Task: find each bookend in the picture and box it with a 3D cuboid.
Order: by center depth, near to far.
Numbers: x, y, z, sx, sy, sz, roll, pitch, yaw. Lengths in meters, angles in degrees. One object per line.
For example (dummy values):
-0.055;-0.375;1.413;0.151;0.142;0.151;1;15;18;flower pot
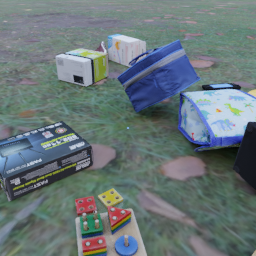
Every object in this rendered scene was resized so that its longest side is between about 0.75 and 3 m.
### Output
4.152;0.815;5.329;2.804;1.300;2.821;-15;38;-22;bookend

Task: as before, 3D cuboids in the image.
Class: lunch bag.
2.469;-0.133;7.085;1.841;1.380;2.166;-6;20;-9;lunch bag
0.786;-1.579;8.474;1.554;1.513;2.287;-31;6;-36;lunch bag

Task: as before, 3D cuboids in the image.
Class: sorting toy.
-0.345;1.762;4.860;1.088;0.382;2.257;-6;31;-11;sorting toy

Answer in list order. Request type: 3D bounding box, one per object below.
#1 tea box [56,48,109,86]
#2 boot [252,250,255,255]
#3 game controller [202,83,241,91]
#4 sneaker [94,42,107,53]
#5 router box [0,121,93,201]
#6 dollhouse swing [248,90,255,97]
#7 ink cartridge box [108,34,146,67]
-1.841;-2.523;11.481;1.533;1.024;1.508;18;34;28;tea box
2.881;2.147;4.021;1.549;0.585;1.768;-23;37;-34;boot
3.504;-1.536;10.545;1.378;0.290;0.719;-4;31;-9;game controller
-1.637;-3.790;13.977;1.106;0.725;1.915;-7;32;-6;sneaker
-2.058;0.639;6.510;2.027;0.630;1.519;-21;37;-32;router box
5.282;-1.078;7.862;2.534;2.619;2.882;24;33;-1;dollhouse swing
-0.085;-3.642;13.239;0.687;1.166;2.025;-24;38;-34;ink cartridge box
